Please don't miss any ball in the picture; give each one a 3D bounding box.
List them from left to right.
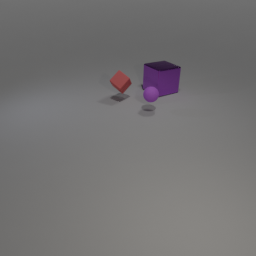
[{"bbox_3d":[1.025,-1.492,12.479,0.700,0.700,0.700,0,29,0],"label":"ball"}]

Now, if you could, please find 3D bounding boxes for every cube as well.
[{"bbox_3d":[-0.342,-2.208,13.468,0.700,0.700,0.700,40,87,15],"label":"cube"},{"bbox_3d":[1.749,-2.628,14.750,1.400,1.400,1.400,-15,33,-28],"label":"cube"}]
